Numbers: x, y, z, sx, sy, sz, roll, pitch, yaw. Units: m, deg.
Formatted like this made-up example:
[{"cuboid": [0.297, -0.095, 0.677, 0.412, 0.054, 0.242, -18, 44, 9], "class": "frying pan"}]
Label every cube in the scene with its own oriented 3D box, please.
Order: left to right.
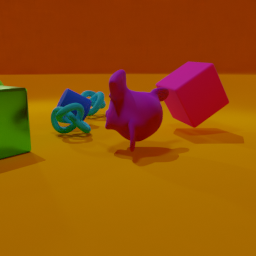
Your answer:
[{"cuboid": [-2.946, -0.136, 5.659, 1.348, 1.348, 1.348, 10, 15, 39], "class": "cube"}, {"cuboid": [1.725, -0.945, 7.615, 1.218, 1.218, 1.218, -35, 23, -7], "class": "cube"}]

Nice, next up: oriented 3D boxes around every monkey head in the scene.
[{"cuboid": [0.152, -0.452, 5.767, 1.157, 1.382, 1.921, 17, 47, 21], "class": "monkey head"}]

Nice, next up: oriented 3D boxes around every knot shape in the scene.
[{"cuboid": [-1.423, -0.180, 7.279, 1.057, 0.522, 1.130, 30, -36, -26], "class": "knot shape"}, {"cuboid": [-1.396, -0.963, 10.306, 1.548, 0.715, 1.448, -1, 19, 24], "class": "knot shape"}]

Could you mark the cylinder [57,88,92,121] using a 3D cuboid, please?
[{"cuboid": [-1.649, -0.653, 8.478, 0.822, 0.822, 0.822, 26, 2, -22], "class": "cylinder"}]

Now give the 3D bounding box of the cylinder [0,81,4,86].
[{"cuboid": [-3.499, -0.491, 7.081, 1.115, 1.115, 1.115, -28, 20, -14], "class": "cylinder"}]
